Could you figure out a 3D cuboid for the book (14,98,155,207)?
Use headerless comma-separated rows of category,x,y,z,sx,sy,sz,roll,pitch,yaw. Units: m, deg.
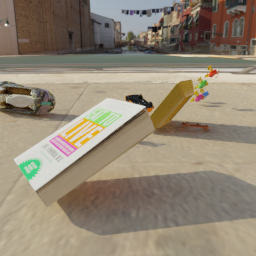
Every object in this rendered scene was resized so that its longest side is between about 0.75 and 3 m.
book,-0.730,0.243,4.458,1.948,0.468,1.302,-37,32,-21

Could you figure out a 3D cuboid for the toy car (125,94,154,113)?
toy car,-0.064,-0.348,7.270,0.872,0.591,1.777,29,37,27

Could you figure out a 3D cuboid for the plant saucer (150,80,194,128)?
plant saucer,1.171,-0.573,7.432,0.363,1.500,1.500,44,25,11

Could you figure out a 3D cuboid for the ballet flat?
ballet flat,-3.732,-0.975,8.966,2.840,1.022,1.022,7,19,19

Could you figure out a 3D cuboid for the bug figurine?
bug figurine,2.766,-1.459,10.103,0.375,1.458,1.130,36,53,24

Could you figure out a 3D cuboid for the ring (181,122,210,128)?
ring,1.797,-0.087,7.496,0.762,0.073,0.762,7,6,-1
